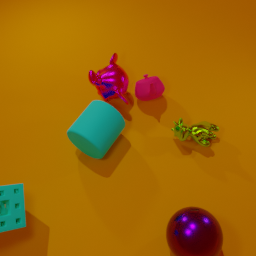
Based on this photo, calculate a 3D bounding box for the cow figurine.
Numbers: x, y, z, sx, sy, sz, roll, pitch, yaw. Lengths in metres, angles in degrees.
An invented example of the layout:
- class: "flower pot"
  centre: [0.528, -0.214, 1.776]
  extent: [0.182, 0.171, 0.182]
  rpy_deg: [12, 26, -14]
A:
- class: "cow figurine"
  centre: [2.008, 0.071, 8.466]
  extent: [1.206, 0.673, 1.226]
  rpy_deg: [28, 34, 25]

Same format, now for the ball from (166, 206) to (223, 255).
- class: "ball"
  centre: [1.560, 2.539, 6.626]
  extent: [1.317, 1.317, 1.317]
  rpy_deg: [0, 58, 0]

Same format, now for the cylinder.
- class: "cylinder"
  centre: [-0.917, 0.048, 8.172]
  extent: [1.251, 1.251, 1.251]
  rpy_deg: [28, 63, 16]

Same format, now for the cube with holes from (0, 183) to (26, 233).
- class: "cube with holes"
  centre: [-3.028, 1.836, 6.395]
  extent: [0.971, 0.971, 0.971]
  rpy_deg: [1, 78, -42]

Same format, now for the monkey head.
- class: "monkey head"
  centre: [-0.585, -1.544, 8.945]
  extent: [1.110, 1.325, 1.841]
  rpy_deg: [-17, 75, 16]

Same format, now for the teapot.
- class: "teapot"
  centre: [0.679, -1.352, 9.130]
  extent: [1.005, 0.791, 1.616]
  rpy_deg: [-17, 18, -2]
